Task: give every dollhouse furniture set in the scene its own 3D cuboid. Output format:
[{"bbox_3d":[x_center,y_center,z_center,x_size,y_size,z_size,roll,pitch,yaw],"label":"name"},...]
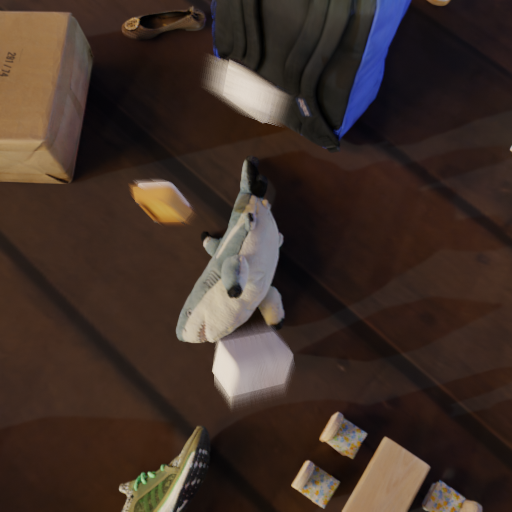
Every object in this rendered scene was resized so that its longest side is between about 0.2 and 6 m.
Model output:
[{"bbox_3d":[1.674,4.139,8.378,2.531,1.793,2.755,32,73,11],"label":"dollhouse furniture set"}]

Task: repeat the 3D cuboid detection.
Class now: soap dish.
[{"bbox_3d":[-1.614,-0.900,9.633,0.714,0.908,0.369,0,66,19],"label":"soap dish"}]

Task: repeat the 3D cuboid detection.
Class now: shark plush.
[{"bbox_3d":[-0.506,-0.310,10.372,1.609,1.755,3.862,-7,72,30],"label":"shark plush"}]

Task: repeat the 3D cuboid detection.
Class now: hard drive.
[{"bbox_3d":[-0.111,-2.568,8.730,0.907,0.634,0.172,39,50,19],"label":"hard drive"}]

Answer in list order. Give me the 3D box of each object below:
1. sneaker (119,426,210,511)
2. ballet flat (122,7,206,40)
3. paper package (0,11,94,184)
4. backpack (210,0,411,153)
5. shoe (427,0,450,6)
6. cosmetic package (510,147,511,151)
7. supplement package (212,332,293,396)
[{"bbox_3d":[-1.674,3.800,9.035,1.129,0.979,2.547,24,68,20],"label":"sneaker"},{"bbox_3d":[-2.087,-5.288,12.606,1.910,0.443,0.643,-7,70,-3],"label":"ballet flat"},{"bbox_3d":[-5.060,-3.184,11.203,2.973,1.613,3.119,2,70,1],"label":"paper package"},{"bbox_3d":[1.124,-4.899,10.383,3.466,4.266,3.580,29,68,10],"label":"backpack"},{"bbox_3d":[4.115,-6.858,13.108,0.782,0.597,2.237,-6,70,-2],"label":"shoe"},{"bbox_3d":[5.853,-2.708,11.507,0.562,0.712,1.324,29,71,12],"label":"cosmetic package"},{"bbox_3d":[-0.066,1.791,9.363,1.094,0.655,0.663,-5,33,-33],"label":"supplement package"}]
